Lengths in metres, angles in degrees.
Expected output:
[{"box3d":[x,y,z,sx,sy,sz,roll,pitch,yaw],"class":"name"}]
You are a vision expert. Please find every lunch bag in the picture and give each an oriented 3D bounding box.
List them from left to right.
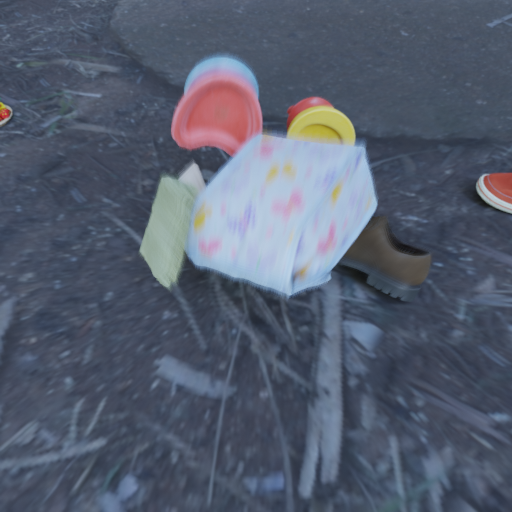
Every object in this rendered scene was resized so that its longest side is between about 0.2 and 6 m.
[{"box3d":[0.262,-0.448,6.883,1.683,1.262,1.984,14,51,35],"class":"lunch bag"}]

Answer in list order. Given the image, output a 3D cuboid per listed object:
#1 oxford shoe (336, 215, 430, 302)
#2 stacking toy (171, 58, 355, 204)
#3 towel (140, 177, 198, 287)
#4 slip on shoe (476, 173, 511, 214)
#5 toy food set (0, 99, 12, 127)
[{"box3d":[1.458,-0.287,8.100,2.238,0.945,0.813,26,25,9],"class":"oxford shoe"},{"box3d":[-0.090,-1.643,8.417,2.521,2.282,1.065,17,34,-18],"class":"stacking toy"},{"box3d":[-1.048,-0.357,6.547,0.283,1.149,1.548,13,8,-20],"class":"towel"},{"box3d":[5.163,-1.231,9.552,2.724,0.833,1.009,2,45,4],"class":"slip on shoe"},{"box3d":[-5.777,-2.979,11.823,1.167,0.284,1.155,-28,50,-26],"class":"toy food set"}]
